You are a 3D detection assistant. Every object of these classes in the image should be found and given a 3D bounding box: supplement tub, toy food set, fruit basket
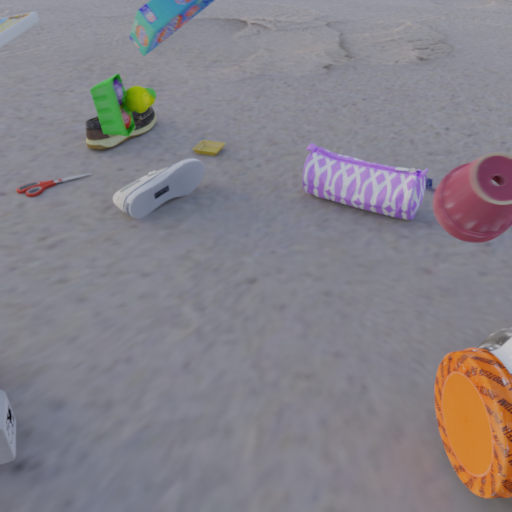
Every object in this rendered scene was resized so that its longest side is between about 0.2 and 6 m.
[{"bbox_3d":[3.178,1.378,5.185,2.668,1.635,1.635,-5,34,-8],"label":"supplement tub"},{"bbox_3d":[-3.103,1.640,4.982,1.494,1.408,3.129,-11,35,-15],"label":"toy food set"},{"bbox_3d":[-1.973,-2.329,8.566,0.935,0.935,0.674,0,28,0],"label":"fruit basket"}]

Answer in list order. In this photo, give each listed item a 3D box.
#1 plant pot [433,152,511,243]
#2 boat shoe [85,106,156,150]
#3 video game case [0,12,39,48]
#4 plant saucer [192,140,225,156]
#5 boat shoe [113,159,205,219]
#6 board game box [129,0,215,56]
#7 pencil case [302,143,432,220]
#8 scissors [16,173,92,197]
[{"bbox_3d":[2.387,-0.654,5.827,0.876,0.784,0.876,0,74,0],"label":"plant pot"},{"bbox_3d":[-2.970,-3.038,12.524,0.801,0.709,2.187,13,36,19],"label":"boat shoe"},{"bbox_3d":[-3.828,-2.910,7.555,1.313,0.165,1.442,-3,38,14],"label":"video game case"},{"bbox_3d":[-1.000,-2.277,11.922,0.548,0.133,0.547,11,35,16],"label":"plant saucer"},{"bbox_3d":[-1.744,-1.298,10.062,0.653,0.663,1.871,28,49,31],"label":"boat shoe"},{"bbox_3d":[-1.263,-4.499,9.885,2.064,0.464,1.569,-42,16,-9],"label":"board game box"},{"bbox_3d":[1.878,-1.288,9.748,2.165,0.926,0.909,16,48,23],"label":"pencil case"},{"bbox_3d":[-3.850,-1.429,10.693,0.510,0.097,1.394,27,44,36],"label":"scissors"}]
